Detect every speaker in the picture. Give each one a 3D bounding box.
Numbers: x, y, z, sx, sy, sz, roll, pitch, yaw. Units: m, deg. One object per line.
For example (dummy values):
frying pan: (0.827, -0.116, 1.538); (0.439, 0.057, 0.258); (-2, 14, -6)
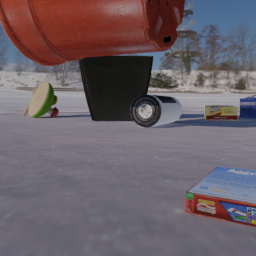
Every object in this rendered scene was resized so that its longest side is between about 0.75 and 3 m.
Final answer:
speaker: (0.979, -0.558, 8.924); (0.972, 0.972, 2.393); (2, 5, 25)

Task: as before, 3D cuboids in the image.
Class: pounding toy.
pounding toy: (-4.050, -1.188, 13.796); (1.100, 1.830, 2.370); (28, -16, -36)

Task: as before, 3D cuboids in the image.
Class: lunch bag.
lunch bag: (6.139, -1.022, 13.135); (1.659, 1.098, 1.127); (-3, 6, -20)

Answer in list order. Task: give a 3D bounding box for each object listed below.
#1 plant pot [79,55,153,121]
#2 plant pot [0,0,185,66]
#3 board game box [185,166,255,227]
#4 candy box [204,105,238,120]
plant pot: (-0.579, -1.565, 11.641); (2.790, 2.475, 2.783); (0, 5, -7)
plant pot: (-0.521, -2.679, 5.598); (2.858, 2.939, 2.939); (9, 9, 26)
board game box: (1.299, 0.493, 1.775); (1.657, 0.161, 0.853); (3, 8, 32)
candy box: (3.990, -0.685, 12.204); (1.241, 0.594, 2.150); (1, 5, 14)
